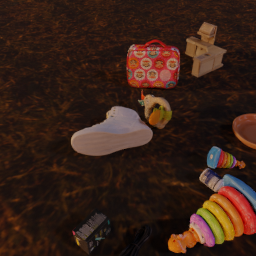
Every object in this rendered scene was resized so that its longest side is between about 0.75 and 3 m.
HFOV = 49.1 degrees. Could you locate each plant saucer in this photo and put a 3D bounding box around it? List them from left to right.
[{"bbox_3d":[5.031,0.185,10.724,2.038,0.382,2.038,0,39,0],"label":"plant saucer"}]

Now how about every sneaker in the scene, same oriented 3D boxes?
[{"bbox_3d":[-0.767,0.033,10.468,2.967,1.093,1.715,-6,37,-22],"label":"sneaker"}]

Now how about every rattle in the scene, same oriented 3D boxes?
[{"bbox_3d":[0.694,-0.796,11.032,1.360,1.240,1.904,-21,60,-34],"label":"rattle"}]

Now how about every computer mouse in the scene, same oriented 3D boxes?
[{"bbox_3d":[0.951,3.485,6.549,2.608,0.572,1.430,28,46,30],"label":"computer mouse"}]

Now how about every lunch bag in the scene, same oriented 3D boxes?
[{"bbox_3d":[1.172,-3.018,13.118,2.484,2.188,1.018,5,33,8],"label":"lunch bag"}]

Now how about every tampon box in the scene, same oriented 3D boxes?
[{"bbox_3d":[-0.939,2.726,7.406,0.547,0.649,0.866,27,47,29],"label":"tampon box"}]

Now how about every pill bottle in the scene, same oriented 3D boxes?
[{"bbox_3d":[2.734,1.701,8.788,0.483,0.483,0.869,-27,47,-29],"label":"pill bottle"}]

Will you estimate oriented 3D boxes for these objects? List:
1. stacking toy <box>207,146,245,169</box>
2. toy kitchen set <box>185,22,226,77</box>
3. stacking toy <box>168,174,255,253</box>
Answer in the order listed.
[{"bbox_3d":[3.382,1.112,9.467,1.238,0.719,0.680,15,2,-7],"label":"stacking toy"},{"bbox_3d":[3.704,-4.331,14.979,2.137,1.933,2.369,-27,47,-29],"label":"toy kitchen set"},{"bbox_3d":[2.175,2.539,7.331,2.547,1.398,1.478,-26,39,-13],"label":"stacking toy"}]
